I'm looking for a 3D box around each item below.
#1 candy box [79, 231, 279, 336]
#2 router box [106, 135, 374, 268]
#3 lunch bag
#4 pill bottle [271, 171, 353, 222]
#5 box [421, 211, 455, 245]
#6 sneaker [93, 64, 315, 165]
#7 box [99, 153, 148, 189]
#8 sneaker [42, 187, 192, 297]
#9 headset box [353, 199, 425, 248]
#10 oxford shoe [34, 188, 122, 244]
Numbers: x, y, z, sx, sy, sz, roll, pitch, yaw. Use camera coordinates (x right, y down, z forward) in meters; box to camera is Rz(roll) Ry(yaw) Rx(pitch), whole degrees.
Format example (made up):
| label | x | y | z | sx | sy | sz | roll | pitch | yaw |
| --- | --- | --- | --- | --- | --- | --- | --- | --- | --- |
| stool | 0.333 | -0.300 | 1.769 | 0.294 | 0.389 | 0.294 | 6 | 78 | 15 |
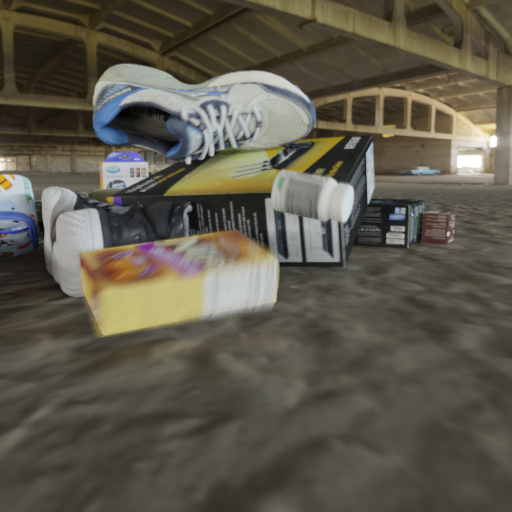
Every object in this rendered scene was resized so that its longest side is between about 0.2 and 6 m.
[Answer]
| label | x | y | z | sx | sy | sz | roll | pitch | yaw |
| --- | --- | --- | --- | --- | --- | --- | --- | --- | --- |
| candy box | -0.699 | 0.184 | 5.043 | 1.571 | 0.443 | 0.916 | -8 | 24 | -26 |
| router box | 0.099 | -1.071 | 9.437 | 3.377 | 1.122 | 4.295 | 0 | 20 | 17 |
| lunch bag | -4.483 | -0.541 | 8.082 | 2.477 | 0.936 | 1.985 | -5 | -12 | -19 |
| pill bottle | 0.665 | -0.694 | 6.610 | 0.876 | 0.496 | 0.496 | 15 | 14 | 24 |
| box | 3.546 | -0.552 | 10.900 | 0.503 | 0.613 | 0.509 | 6 | 11 | 33 |
| sneaker | -0.866 | -2.079 | 9.032 | 3.664 | 1.412 | 1.561 | 2 | 40 | 0 |
| box | -3.090 | -1.512 | 13.188 | 1.080 | 1.814 | 0.376 | -4 | 10 | -25 |
| sneaker | -1.820 | -0.244 | 7.402 | 1.746 | 1.158 | 3.068 | -3 | 15 | -26 |
| headset box | 2.443 | -0.691 | 11.116 | 1.547 | 0.824 | 1.777 | 4 | 10 | 26 |
| oxford shoe | -3.494 | -0.836 | 10.855 | 2.555 | 0.961 | 0.738 | -17 | -19 | -32 |
